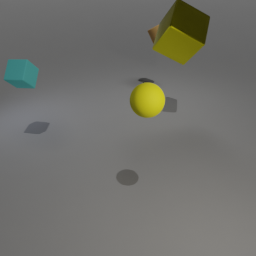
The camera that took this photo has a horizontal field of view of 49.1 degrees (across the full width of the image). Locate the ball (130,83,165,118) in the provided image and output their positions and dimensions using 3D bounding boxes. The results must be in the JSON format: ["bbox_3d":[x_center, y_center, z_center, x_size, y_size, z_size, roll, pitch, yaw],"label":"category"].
[{"bbox_3d":[0.382,-0.551,5.575,0.700,0.700,0.700,0,29,0],"label":"ball"}]

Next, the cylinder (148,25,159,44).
[{"bbox_3d":[1.404,-4.565,13.607,0.700,0.700,0.700,-26,16,8],"label":"cylinder"}]

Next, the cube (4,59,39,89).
[{"bbox_3d":[-3.375,-1.709,8.899,0.700,0.700,0.700,4,-13,14],"label":"cube"}]

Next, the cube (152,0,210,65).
[{"bbox_3d":[1.921,-3.446,10.185,1.400,1.400,1.400,23,64,-14],"label":"cube"}]
